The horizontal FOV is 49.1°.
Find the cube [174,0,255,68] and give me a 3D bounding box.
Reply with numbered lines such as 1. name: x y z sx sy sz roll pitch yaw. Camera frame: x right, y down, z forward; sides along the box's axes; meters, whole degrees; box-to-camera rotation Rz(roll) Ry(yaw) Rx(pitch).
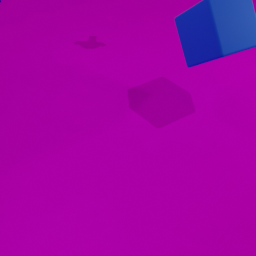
1. cube: 2.233 -2.449 7.067 1.357 1.357 1.357 -21 99 -22

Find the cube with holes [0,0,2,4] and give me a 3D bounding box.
1. cube with holes: -4.117 -3.405 6.633 1.230 1.230 1.230 -8 19 26
